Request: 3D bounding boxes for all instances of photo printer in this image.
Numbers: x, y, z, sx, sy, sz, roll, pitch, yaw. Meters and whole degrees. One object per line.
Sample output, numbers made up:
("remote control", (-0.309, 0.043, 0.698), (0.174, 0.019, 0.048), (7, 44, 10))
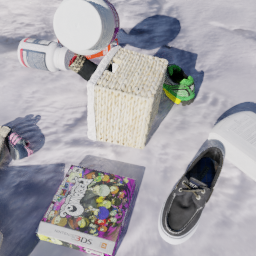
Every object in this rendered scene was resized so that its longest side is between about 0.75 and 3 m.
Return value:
("photo printer", (3.383, 0.395, 7.709), (1.694, 0.707, 2.036), (-29, 51, -25))

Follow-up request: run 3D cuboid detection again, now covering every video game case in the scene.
("video game case", (-0.895, 1.843, 6.513), (1.750, 0.346, 1.931), (12, 46, 12))

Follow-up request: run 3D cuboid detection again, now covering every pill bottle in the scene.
("pill bottle", (-1.103, -2.932, 7.904), (1.598, 1.598, 2.846), (2, 22, 2))
("pill bottle", (-3.045, -2.721, 10.566), (1.868, 1.117, 1.117), (13, 46, 14))

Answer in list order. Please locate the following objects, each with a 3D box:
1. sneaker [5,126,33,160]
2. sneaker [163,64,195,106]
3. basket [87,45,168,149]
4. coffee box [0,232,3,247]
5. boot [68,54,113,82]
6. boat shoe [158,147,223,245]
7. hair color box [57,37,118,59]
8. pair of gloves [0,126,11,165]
("sneaker", (-3.139, 0.407, 7.972), (0.549, 0.470, 1.339), (-9, 44, -35))
("sneaker", (1.374, -1.883, 9.742), (1.003, 1.095, 2.571), (-31, 52, -27))
("basket", (-0.016, -0.819, 8.011), (1.717, 2.135, 2.116), (16, 47, 8))
("coffee box", (-4.053, 2.605, 5.194), (2.768, 1.105, 1.565), (-2, 45, -2))
("boot", (-1.195, -2.081, 9.571), (1.483, 0.709, 1.964), (38, 29, -24))
("boat shoe", (1.572, 1.421, 6.550), (0.933, 0.884, 2.668), (29, 52, 26))
("hair color box", (-1.648, -3.447, 11.599), (2.214, 0.708, 1.228), (-19, 47, -16))
("pair of gloves", (-4.608, 0.721, 7.423), (2.550, 0.447, 2.168), (6, 52, 7))
